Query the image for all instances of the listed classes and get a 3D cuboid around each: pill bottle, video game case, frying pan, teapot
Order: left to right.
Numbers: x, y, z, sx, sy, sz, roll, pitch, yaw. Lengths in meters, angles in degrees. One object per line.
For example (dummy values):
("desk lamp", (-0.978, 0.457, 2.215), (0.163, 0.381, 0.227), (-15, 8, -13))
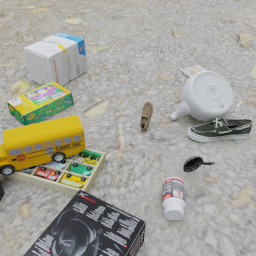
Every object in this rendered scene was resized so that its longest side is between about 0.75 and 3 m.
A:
("pill bottle", (1.235, 1.894, 7.552), (0.607, 0.607, 1.048), (4, 40, 4))
("video game case", (3.215, -2.653, 13.365), (1.083, 0.124, 0.985), (-17, 43, -19))
("frying pan", (2.117, 0.995, 8.337), (1.107, 0.670, 0.180), (-19, 47, -11))
("teapot", (2.846, -1.083, 10.534), (2.007, 1.466, 1.981), (18, 69, -8))

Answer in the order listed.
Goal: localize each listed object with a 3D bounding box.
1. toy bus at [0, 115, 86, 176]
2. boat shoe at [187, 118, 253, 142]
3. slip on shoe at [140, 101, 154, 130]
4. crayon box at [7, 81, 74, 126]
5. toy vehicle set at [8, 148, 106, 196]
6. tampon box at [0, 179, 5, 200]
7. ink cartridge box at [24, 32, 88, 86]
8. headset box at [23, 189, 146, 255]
("toy bus", (-2.702, 0.491, 8.302), (2.759, 1.080, 0.898), (-13, 42, -15))
("boat shoe", (3.190, -0.026, 9.761), (2.232, 0.711, 0.789), (-3, 40, -4))
("slip on shoe", (0.641, -0.441, 9.993), (0.405, 1.065, 0.323), (18, 10, 12))
("crayon box", (-3.386, -0.972, 10.957), (2.142, 0.624, 1.273), (-33, 50, -33))
("toy vehicle set", (-2.183, 1.130, 8.669), (2.604, 0.345, 1.618), (12, 41, 14))
("tampon box", (-4.739, 1.630, 7.095), (2.290, 1.445, 1.716), (5, 34, 6))
("ink cartridge box", (-3.200, -3.073, 12.686), (1.606, 1.634, 2.220), (23, 45, 25))
("headset box", (-1.013, 2.852, 6.112), (1.888, 0.980, 2.538), (19, 45, 21))
